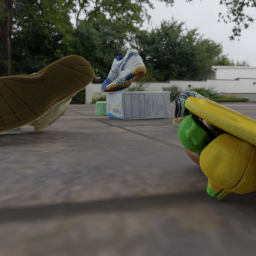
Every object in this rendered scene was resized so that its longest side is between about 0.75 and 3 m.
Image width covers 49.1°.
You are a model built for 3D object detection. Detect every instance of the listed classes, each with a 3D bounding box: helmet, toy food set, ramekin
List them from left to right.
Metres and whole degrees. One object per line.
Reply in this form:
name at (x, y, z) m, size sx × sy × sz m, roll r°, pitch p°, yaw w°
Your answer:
ramekin at (-1.126, -1.101, 15.680) m, size 1.495 × 0.730 × 1.495 m, roll 0°, pitch 6°, yaw 0°
helmet at (2.366, -0.813, 10.645) m, size 1.239 × 1.181 × 1.239 m, roll 0°, pitch 6°, yaw 0°
toy food set at (1.165, 0.257, 3.088) m, size 1.391 × 0.772 × 2.365 m, roll 26°, pitch 14°, yaw 11°

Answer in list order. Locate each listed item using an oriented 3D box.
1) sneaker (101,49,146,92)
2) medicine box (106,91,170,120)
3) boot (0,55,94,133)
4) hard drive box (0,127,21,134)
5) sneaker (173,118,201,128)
sneaker at (-0.301, -2.454, 12.325) m, size 1.055 × 1.235 × 2.802 m, roll -11°, pitch -8°, yaw -42°
medicine box at (0.428, -1.068, 13.032) m, size 2.348 × 1.209 × 2.139 m, roll -2°, pitch 6°, yaw -23°
boot at (-2.366, -0.452, 6.566) m, size 2.958 × 1.066 × 2.287 m, roll -34°, pitch 1°, yaw -33°
hard drive box at (-4.339, -0.379, 7.045) m, size 2.708 × 1.040 × 2.111 m, roll -4°, pitch 7°, yaw -32°
sneaker at (1.634, -0.070, 7.887) m, size 0.886 × 0.335 × 0.388 m, roll 4°, pitch -22°, yaw -16°
